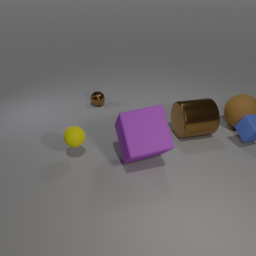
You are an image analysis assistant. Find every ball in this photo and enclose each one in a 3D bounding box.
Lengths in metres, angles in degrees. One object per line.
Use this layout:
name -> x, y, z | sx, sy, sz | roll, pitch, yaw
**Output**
ball -> -1.443, -1.398, 13.342 | 0.700, 0.700, 0.700 | 0, 29, 0
ball -> 4.601, -0.659, 11.277 | 1.400, 1.400, 1.400 | 0, 29, 0
ball -> -1.762, 0.286, 9.192 | 0.700, 0.700, 0.700 | 0, 29, 0

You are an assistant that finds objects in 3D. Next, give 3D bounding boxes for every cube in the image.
cube -> 0.460, 0.226, 8.949 | 1.400, 1.400, 1.400 | -12, -11, -11
cube -> 4.394, -0.001, 9.962 | 0.700, 0.700, 0.700 | -5, 57, -25

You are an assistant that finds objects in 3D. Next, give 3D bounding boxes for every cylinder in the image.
cylinder -> 2.534, -0.385, 10.722 | 1.400, 1.400, 1.400 | -7, 29, -12
